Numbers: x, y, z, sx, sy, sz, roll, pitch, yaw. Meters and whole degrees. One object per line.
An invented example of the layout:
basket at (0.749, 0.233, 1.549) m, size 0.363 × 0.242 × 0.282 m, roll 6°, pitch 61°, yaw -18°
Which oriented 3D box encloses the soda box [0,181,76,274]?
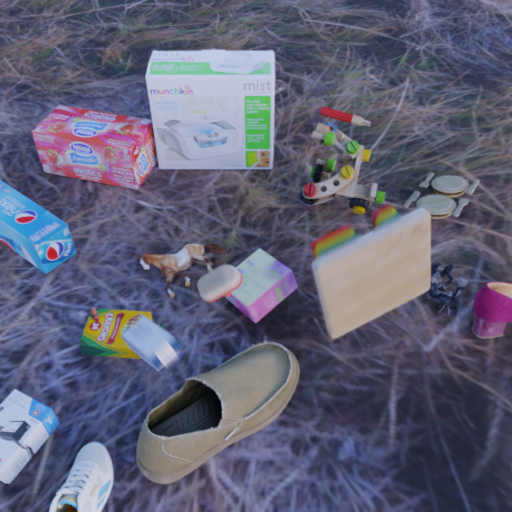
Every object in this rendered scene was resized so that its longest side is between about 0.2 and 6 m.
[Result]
soda box at (-5.040, -0.690, 11.912) m, size 2.573 × 0.873 × 0.825 m, roll 30°, pitch 53°, yaw 26°

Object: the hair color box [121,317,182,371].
hair color box at (-1.537, 1.270, 8.179) m, size 0.473 × 0.286 × 0.946 m, roll -40°, pitch 34°, yaw -21°

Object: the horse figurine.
horse figurine at (-1.396, 0.147, 11.397) m, size 1.768 × 0.441 × 1.172 m, roll -25°, pitch 50°, yaw -22°

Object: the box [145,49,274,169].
box at (-0.996, -3.508, 13.517) m, size 2.883 × 2.544 × 1.394 m, roll 1°, pitch 45°, yaw 0°

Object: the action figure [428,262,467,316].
action figure at (3.668, 0.577, 10.897) m, size 0.676 × 0.581 × 1.138 m, roll 12°, pitch 44°, yaw -3°

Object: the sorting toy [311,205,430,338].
sorting toy at (1.878, 0.194, 9.440) m, size 1.991 × 1.979 × 0.693 m, roll -26°, pitch 47°, yaw -6°

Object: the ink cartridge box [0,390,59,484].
ink cartridge box at (-3.820, 2.800, 8.753) m, size 0.830 × 0.479 × 1.144 m, roll 20°, pitch 49°, yaw 19°

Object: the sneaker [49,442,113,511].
sneaker at (-2.510, 3.422, 8.013) m, size 0.640 × 0.676 × 1.674 m, roll 2°, pitch 45°, yaw 5°

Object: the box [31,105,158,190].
box at (-3.850, -2.650, 13.579) m, size 2.592 × 1.237 × 1.292 m, roll 12°, pitch 47°, yaw 12°

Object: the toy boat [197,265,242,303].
toy boat at (-0.532, 0.479, 8.776) m, size 0.712 × 0.465 × 0.464 m, roll -29°, pitch 52°, yaw 9°

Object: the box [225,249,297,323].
box at (0.028, 0.554, 10.659) m, size 1.099 × 0.531 × 0.967 m, roll -40°, pitch 46°, yaw -16°

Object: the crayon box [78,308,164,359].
crayon box at (-2.439, 1.414, 10.224) m, size 1.347 × 0.342 × 0.855 m, roll 3°, pitch 46°, yaw 3°

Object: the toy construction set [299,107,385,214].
toy construction set at (2.109, -2.044, 12.394) m, size 1.831 × 2.383 × 1.987 m, roll 17°, pitch 56°, yaw 10°

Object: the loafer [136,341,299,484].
loafer at (-0.504, 2.313, 8.833) m, size 3.104 × 1.047 × 1.180 m, roll -35°, pitch 55°, yaw -29°

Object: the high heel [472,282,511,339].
high heel at (5.145, 0.738, 10.150) m, size 2.532 × 1.217 × 0.853 m, roll -17°, pitch 42°, yaw -11°

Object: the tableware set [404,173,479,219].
tableware set at (4.303, -1.309, 12.906) m, size 1.227 × 0.372 × 1.856 m, roll 15°, pitch 40°, yaw 30°
